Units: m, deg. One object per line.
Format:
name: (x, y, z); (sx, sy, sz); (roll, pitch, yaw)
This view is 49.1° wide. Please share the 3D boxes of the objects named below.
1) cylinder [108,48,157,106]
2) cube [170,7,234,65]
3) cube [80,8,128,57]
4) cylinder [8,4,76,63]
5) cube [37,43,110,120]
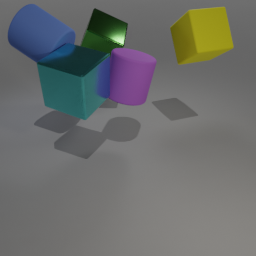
cylinder: (0.049, -1.617, 8.791); (1.400, 1.400, 1.400); (11, 27, -6)
cube: (2.477, -3.105, 9.572); (1.400, 1.400, 1.400); (-12, 0, -17)
cube: (-0.965, -3.316, 10.608); (1.400, 1.400, 1.400); (20, 52, -16)
cylinder: (-2.510, -2.644, 8.262); (1.400, 1.400, 1.400); (34, 34, 0)
cube: (-1.425, -1.313, 7.756); (1.400, 1.400, 1.400); (19, 43, 18)
